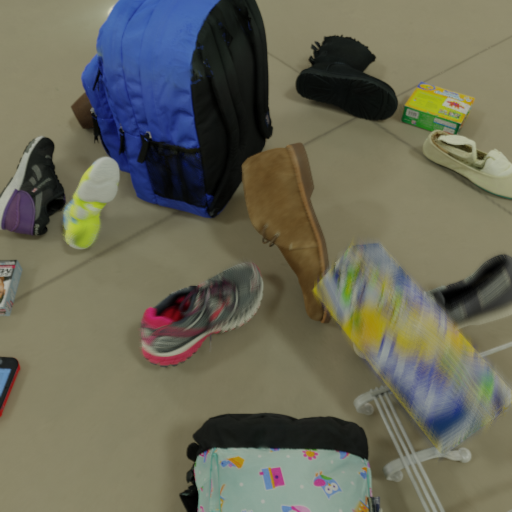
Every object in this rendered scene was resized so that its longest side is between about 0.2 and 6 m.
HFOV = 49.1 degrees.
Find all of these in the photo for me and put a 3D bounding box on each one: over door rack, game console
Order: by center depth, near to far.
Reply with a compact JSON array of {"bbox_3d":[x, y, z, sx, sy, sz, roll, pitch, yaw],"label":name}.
[{"bbox_3d":[3.533,2.695,8.427,3.405,1.134,2.515,-26,51,5],"label":"over door rack"},{"bbox_3d":[-4.705,2.258,9.578,1.057,0.186,1.195,4,50,3],"label":"game console"}]

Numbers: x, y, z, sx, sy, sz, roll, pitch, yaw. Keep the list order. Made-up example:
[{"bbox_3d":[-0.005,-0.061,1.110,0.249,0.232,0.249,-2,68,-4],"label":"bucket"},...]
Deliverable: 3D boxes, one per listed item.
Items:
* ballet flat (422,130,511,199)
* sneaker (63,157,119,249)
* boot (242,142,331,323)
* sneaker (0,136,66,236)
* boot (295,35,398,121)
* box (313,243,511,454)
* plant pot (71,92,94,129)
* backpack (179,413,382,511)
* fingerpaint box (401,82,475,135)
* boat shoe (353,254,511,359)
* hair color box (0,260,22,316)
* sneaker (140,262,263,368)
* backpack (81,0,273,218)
[{"bbox_3d":[5.035,-2.162,12.798,2.611,0.907,0.907,31,57,23],"label":"ballet flat"},{"bbox_3d":[-3.452,-1.169,11.310,0.746,1.970,1.035,19,12,-41],"label":"sneaker"},{"bbox_3d":[0.588,-0.357,10.594,1.324,1.292,3.509,-12,77,-8],"label":"boot"},{"bbox_3d":[-4.708,-1.477,12.348,1.181,1.021,2.697,15,51,-11],"label":"sneaker"},{"bbox_3d":[2.612,-4.841,14.956,2.889,1.069,2.367,20,48,15],"label":"boot"},{"bbox_3d":[2.296,1.272,8.441,0.989,1.077,3.075,-7,52,-47],"label":"box"},{"bbox_3d":[-3.893,-3.740,14.013,1.306,1.221,1.221,-27,54,-4],"label":"plant pot"},{"bbox_3d":[0.317,3.776,7.074,2.806,2.128,3.362,1,53,-2],"label":"backpack"},{"bbox_3d":[4.625,-3.721,14.283,1.464,0.537,1.221,24,55,18],"label":"fingerpaint box"},{"bbox_3d":[3.092,0.845,9.776,3.131,0.982,1.137,-22,36,5],"label":"boat shoe"},{"bbox_3d":[-4.969,0.617,10.826,0.562,0.344,1.135,-2,51,-2],"label":"hair color box"},{"bbox_3d":[-0.854,0.868,9.982,1.099,1.018,2.725,27,45,29],"label":"sneaker"},{"bbox_3d":[-1.690,-3.430,11.609,3.583,4.270,3.469,14,53,11],"label":"backpack"}]
